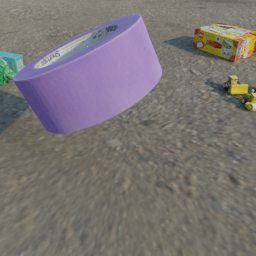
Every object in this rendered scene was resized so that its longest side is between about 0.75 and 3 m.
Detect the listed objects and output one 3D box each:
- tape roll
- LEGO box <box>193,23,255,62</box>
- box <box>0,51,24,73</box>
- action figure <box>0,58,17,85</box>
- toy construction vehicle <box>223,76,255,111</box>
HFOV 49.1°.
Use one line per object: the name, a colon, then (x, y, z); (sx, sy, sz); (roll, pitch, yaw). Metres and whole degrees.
tape roll: (-0.738, -1.089, 5.360); (2.579, 1.096, 2.579); (-20, 27, 11)
LEGO box: (4.720, -4.171, 13.400); (1.882, 0.975, 2.527); (-22, 40, -29)
box: (-5.122, -2.717, 11.513); (1.732, 0.713, 0.426); (13, 36, 18)
action figure: (-5.279, -2.370, 10.645); (2.784, 1.645, 0.761); (27, 29, 21)
toy construction vehicle: (4.380, -1.322, 9.499); (1.669, 0.675, 1.917); (-2, 34, -4)
